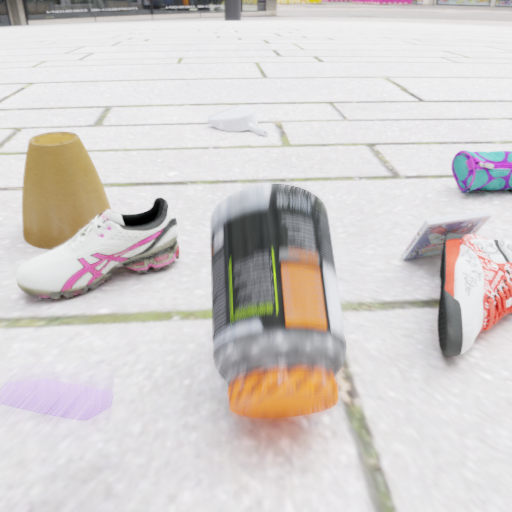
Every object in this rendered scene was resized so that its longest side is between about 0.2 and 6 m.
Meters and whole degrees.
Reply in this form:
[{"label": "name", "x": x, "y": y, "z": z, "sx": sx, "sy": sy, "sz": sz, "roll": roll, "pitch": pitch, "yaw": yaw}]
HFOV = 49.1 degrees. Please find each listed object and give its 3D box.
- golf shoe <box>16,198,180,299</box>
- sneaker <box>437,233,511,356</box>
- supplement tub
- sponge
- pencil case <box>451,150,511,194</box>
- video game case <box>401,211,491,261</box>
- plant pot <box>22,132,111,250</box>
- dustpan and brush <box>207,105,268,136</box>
[{"label": "golf shoe", "x": -2.652, "y": -0.200, "z": 9.399, "sx": 2.779, "sy": 1.280, "sz": 1.009, "roll": -20, "pitch": 38, "yaw": -26}, {"label": "sneaker", "x": 3.610, "y": 0.502, "z": 8.383, "sx": 1.623, "sy": 1.011, "sz": 3.028, "roll": 6, "pitch": 26, "yaw": 17}, {"label": "supplement tub", "x": 0.233, "y": 0.555, "z": 6.820, "sx": 1.569, "sy": 1.569, "sz": 2.560, "roll": -2, "pitch": 62, "yaw": -3}, {"label": "sponge", "x": -1.759, "y": 1.291, "z": 5.110, "sx": 0.720, "sy": 0.192, "sz": 1.291, "roll": 12, "pitch": -12, "yaw": -4}, {"label": "pencil case", "x": 5.778, "y": -1.989, "z": 12.924, "sx": 2.312, "sy": 0.984, "sz": 1.068, "roll": -4, "pitch": -3, "yaw": -7}, {"label": "video game case", "x": 3.339, "y": -0.345, "z": 9.913, "sx": 1.270, "sy": 1.158, "sz": 0.146, "roll": -8, "pitch": 60, "yaw": -15}, {"label": "plant pot", "x": -3.765, "y": -1.352, "z": 10.869, "sx": 1.788, "sy": 1.919, "sz": 1.788, "roll": 0, "pitch": 30, "yaw": 0}, {"label": "dustpan and brush", "x": -0.355, "y": -4.161, "z": 17.550, "sx": 1.472, "sy": 0.604, "sz": 2.110, "roll": -31, "pitch": 34, "yaw": -29}]
